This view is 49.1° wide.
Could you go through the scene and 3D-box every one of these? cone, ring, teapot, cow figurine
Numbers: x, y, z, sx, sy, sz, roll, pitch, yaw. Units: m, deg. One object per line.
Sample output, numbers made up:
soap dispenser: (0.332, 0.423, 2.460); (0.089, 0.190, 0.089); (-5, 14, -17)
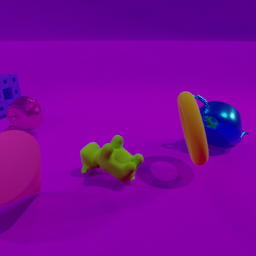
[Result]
cone: (-1.613, 0.800, 4.310); (1.132, 1.137, 1.132); (-6, 59, 10)
ring: (1.185, 0.010, 5.163); (0.278, 1.388, 1.388); (-13, 18, 8)
teapot: (2.140, -0.126, 6.532); (1.905, 0.933, 1.185); (35, -20, -20)
teapot: (-2.749, -0.308, 7.269); (1.487, 0.924, 0.728); (-38, 2, 31)
cow figurine: (-0.350, 0.633, 5.147); (1.103, 1.085, 0.605); (40, 43, 9)

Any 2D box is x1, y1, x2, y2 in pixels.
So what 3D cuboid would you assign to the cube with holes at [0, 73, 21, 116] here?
cube with holes: (-4.367, -1.083, 9.120); (1.177, 1.177, 1.177); (1, 18, 19)
